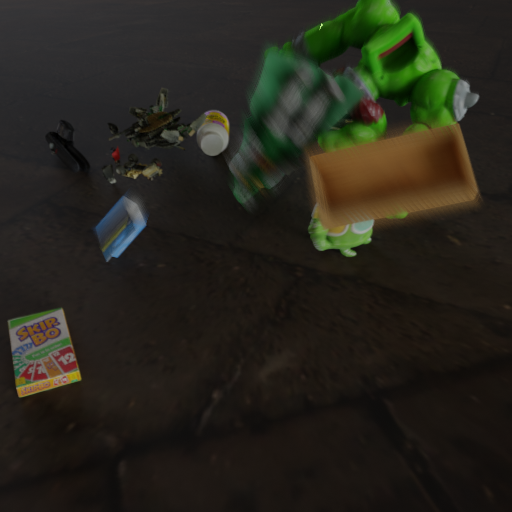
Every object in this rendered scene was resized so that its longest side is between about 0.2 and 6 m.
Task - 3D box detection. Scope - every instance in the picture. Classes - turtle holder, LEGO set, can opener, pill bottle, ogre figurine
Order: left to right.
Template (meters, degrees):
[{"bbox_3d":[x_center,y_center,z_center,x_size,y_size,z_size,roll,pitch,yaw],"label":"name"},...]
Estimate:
[{"bbox_3d":[-4.484,-2.491,13.221,0.638,0.791,2.011,-10,42,-30],"label":"can opener"},{"bbox_3d":[-2.507,-2.718,13.489,2.385,1.041,3.672,8,47,25],"label":"LEGO set"},{"bbox_3d":[-1.065,-3.009,13.850,0.776,0.776,1.488,-1,33,-2],"label":"pill bottle"},{"bbox_3d":[1.411,-0.663,9.946,1.443,1.025,1.096,-12,35,-19],"label":"turtle holder"},{"bbox_3d":[2.211,-3.097,10.683,2.201,2.689,4.485,30,28,-42],"label":"ogre figurine"}]

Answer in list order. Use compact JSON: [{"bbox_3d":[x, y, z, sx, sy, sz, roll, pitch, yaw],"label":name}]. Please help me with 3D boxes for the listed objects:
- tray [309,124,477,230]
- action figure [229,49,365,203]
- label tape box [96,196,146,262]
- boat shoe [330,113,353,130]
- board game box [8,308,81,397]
[{"bbox_3d":[2.068,-1.206,8.678,2.308,0.427,1.138,-11,72,10],"label":"tray"},{"bbox_3d":[0.333,-1.915,9.552,1.720,2.912,0.796,20,48,-18],"label":"action figure"},{"bbox_3d":[-2.341,-0.420,9.785,0.807,0.373,1.127,-46,42,11],"label":"label tape box"},{"bbox_3d":[2.275,-3.699,15.164,0.618,0.522,1.735,-25,40,-33],"label":"boat shoe"},{"bbox_3d":[-2.960,1.242,7.738,0.770,0.242,1.612,-13,32,-21],"label":"board game box"}]
